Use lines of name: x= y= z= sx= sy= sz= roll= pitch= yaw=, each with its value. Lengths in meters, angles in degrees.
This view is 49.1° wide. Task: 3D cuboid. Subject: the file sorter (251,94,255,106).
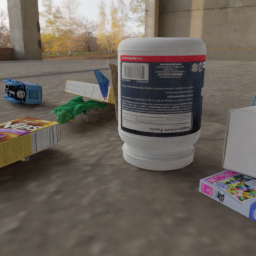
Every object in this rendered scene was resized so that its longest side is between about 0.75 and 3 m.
file sorter: x=4.594 y=-0.711 z=8.017 sx=1.726 sy=1.059 sz=1.198 roll=8 pitch=14 yaw=-34

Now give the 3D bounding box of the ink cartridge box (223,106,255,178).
ink cartridge box: x=3.255 y=0.232 z=5.171 sx=1.978 sy=1.117 sz=2.695 roll=15 pitch=17 yaw=42

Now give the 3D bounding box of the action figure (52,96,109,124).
action figure: x=-1.651 y=-0.530 z=8.889 sx=1.463 sy=0.678 sz=2.478 roll=5 pitch=13 yaw=12

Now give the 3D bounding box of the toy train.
toy train: x=-4.530 y=-1.545 z=11.958 sx=1.281 sy=0.972 sz=2.243 roll=0 pitch=12 yaw=-34

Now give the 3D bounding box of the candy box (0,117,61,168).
candy box: x=-2.543 y=0.267 z=6.018 sx=1.149 sy=0.556 sz=1.969 roll=9 pitch=18 yaw=29

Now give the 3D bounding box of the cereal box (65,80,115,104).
cereal box: x=-0.768 y=-1.266 z=10.679 sx=2.121 sy=0.583 sz=2.948 roll=7 pitch=7 yaw=-43

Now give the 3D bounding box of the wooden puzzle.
wooden puzzle: x=0.048 y=-1.028 z=8.337 sx=0.331 sy=1.909 sz=2.830 roll=-13 pitch=6 yaw=28

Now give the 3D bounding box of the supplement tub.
supplement tub: x=0.659 y=-0.568 z=5.827 sx=1.745 sy=2.486 sz=1.745 roll=0 pitch=17 yaw=0

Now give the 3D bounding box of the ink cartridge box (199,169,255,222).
ink cartridge box: x=1.874 y=1.048 z=4.363 sx=0.787 sy=0.277 sz=1.320 roll=-11 pitch=22 yaw=-32

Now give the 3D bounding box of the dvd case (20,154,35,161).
dvd case: x=-2.850 y=0.471 z=6.503 sx=1.568 sy=0.125 sz=1.166 roll=1 pitch=17 yaw=3
